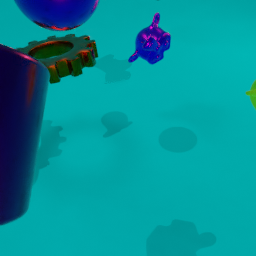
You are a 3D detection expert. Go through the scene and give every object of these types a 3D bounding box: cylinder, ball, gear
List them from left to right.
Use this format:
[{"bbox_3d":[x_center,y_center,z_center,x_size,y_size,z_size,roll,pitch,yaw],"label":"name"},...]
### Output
[{"bbox_3d":[-1.207,0.014,1.994,1.115,1.115,1.115,8,87,8],"label":"cylinder"},{"bbox_3d":[-1.510,-1.433,5.649,1.768,0.327,1.768,-6,36,4],"label":"gear"},{"bbox_3d":[-1.063,-2.152,4.168,1.350,1.350,1.350,0,42,0],"label":"ball"}]

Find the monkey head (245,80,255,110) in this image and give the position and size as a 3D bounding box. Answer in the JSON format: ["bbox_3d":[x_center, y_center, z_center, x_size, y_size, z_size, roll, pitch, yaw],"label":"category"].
[{"bbox_3d":[2.074,-0.460,3.419,1.418,0.854,1.020,18,-6,-34],"label":"monkey head"}]

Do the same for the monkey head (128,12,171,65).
[{"bbox_3d":[0.451,-1.921,6.245,0.771,1.279,0.920,42,21,25],"label":"monkey head"}]
